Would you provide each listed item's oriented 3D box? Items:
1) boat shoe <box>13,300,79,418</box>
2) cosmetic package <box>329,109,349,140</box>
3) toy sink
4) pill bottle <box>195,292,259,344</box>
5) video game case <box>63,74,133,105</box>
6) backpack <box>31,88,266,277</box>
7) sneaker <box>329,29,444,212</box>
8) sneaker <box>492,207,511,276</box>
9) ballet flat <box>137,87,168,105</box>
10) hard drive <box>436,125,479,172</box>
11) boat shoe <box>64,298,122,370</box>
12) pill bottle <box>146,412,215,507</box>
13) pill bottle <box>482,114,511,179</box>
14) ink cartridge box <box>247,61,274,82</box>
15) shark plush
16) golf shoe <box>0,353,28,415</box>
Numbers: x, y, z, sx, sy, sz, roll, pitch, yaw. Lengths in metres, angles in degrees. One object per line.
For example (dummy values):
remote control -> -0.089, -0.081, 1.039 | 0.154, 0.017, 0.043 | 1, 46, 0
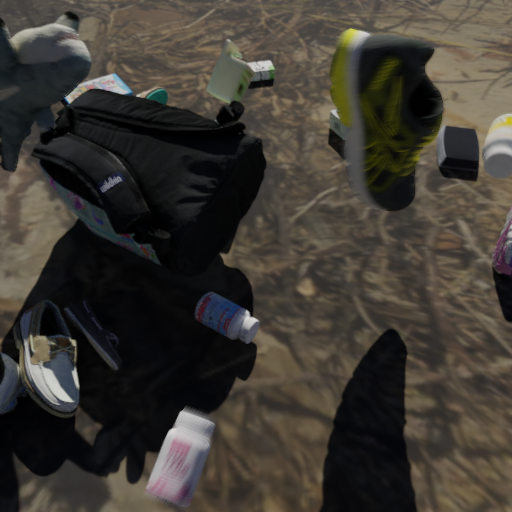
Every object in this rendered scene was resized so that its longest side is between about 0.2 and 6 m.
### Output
boat shoe -> -3.289, 1.569, 8.941 | 0.729, 0.796, 2.131 | -51, 54, 14
cosmetic package -> 2.517, -3.380, 13.862 | 1.246, 0.505, 0.703 | -23, 50, -19
toy sink -> -0.476, -3.929, 12.156 | 0.654, 1.167, 0.760 | 26, 9, 11
pill bottle -> -0.493, 1.083, 9.677 | 1.051, 0.572, 0.572 | 25, 52, 22
video game case -> -4.301, -4.368, 15.027 | 1.628, 0.145, 1.165 | -25, 52, -22
backpack -> -2.171, -1.443, 10.600 | 3.976, 2.517, 3.318 | 23, 60, 21
sneaker -> 2.186, -1.850, 8.724 | 1.462, 3.456, 1.287 | 13, 61, 33
sneaker -> 5.365, -0.421, 10.897 | 1.034, 0.940, 2.338 | 29, 52, 15
ballet flat -> -2.973, -3.620, 13.978 | 0.703, 0.712, 2.091 | 14, 47, 18
hard drive -> 4.795, -2.578, 13.253 | 0.975, 0.306, 1.445 | 9, 48, 9
boat shoe -> -2.685, 1.265, 9.530 | 0.473, 0.555, 1.659 | -37, 53, -24
pill bottle -> -0.807, 2.218, 6.154 | 0.505, 0.505, 0.890 | 15, 68, 13
pill bottle -> 2.596, -1.133, 5.834 | 0.419, 0.419, 0.744 | 20, 46, 18
ink cartridge box -> 0.111, -5.170, 15.664 | 0.709, 0.298, 0.516 | -10, 48, -9
shark plush -> -3.879, -2.501, 9.316 | 1.467, 3.522, 1.600 | 53, 31, 5
golf shoe -> -4.194, 2.376, 8.179 | 0.836, 1.038, 2.134 | 10, 49, 7
